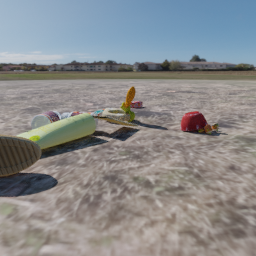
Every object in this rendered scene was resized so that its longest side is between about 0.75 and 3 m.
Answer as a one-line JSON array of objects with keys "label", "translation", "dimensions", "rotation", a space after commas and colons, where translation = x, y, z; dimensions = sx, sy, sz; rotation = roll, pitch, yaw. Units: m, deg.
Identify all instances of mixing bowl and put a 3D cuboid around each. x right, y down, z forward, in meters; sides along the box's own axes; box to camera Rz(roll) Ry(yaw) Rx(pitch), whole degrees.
[{"label": "mixing bowl", "translation": [2.349, -0.288, 10.093], "dimensions": [1.027, 0.556, 1.027], "rotation": [-10, 9, 2]}]

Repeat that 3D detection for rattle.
[{"label": "rattle", "translation": [-0.687, -1.049, 12.024], "dimensions": [1.386, 1.521, 2.129], "rotation": [-28, 31, -30]}]

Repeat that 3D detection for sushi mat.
[{"label": "sushi mat", "translation": [-0.434, -0.239, 9.968], "dimensions": [0.815, 0.103, 1.703], "rotation": [5, -6, 40]}]

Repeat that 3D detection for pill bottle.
[{"label": "pill bottle", "translation": [-1.752, -0.246, 10.061], "dimensions": [1.225, 0.671, 0.671], "rotation": [4, 13, 19]}, {"label": "pill bottle", "translation": [-2.810, -0.215, 9.853], "dimensions": [0.705, 0.705, 1.235], "rotation": [2, 13, 8]}]

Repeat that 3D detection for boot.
[{"label": "boot", "translation": [-3.263, 0.390, 6.585], "dimensions": [2.525, 0.914, 2.101], "rotation": [-6, 15, -10]}]

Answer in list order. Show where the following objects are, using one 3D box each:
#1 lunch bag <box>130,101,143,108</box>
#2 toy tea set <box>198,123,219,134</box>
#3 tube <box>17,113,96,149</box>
[{"label": "lunch bag", "translation": [0.357, -1.335, 15.869], "dimensions": [0.814, 0.334, 0.717], "rotation": [-10, 11, -40]}, {"label": "toy tea set", "translation": [2.911, 0.058, 9.808], "dimensions": [0.867, 0.321, 0.516], "rotation": [-10, -14, -28]}, {"label": "tube", "translation": [-2.180, 0.179, 8.204], "dimensions": [2.892, 0.751, 0.839], "rotation": [-21, -15, -48]}]
